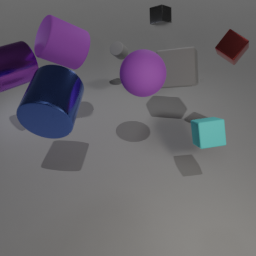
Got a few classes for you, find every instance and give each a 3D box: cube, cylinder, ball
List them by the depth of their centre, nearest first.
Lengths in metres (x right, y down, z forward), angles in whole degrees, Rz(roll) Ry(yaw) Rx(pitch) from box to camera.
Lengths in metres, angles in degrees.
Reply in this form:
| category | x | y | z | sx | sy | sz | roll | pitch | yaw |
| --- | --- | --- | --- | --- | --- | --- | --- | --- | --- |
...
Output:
| category | x | y | z | sx | sy | sz | roll | pitch | yaw |
| --- | --- | --- | --- | --- | --- | --- | --- | --- | --- |
| cylinder | -1.967 | -0.674 | 7.287 | 1.400 | 1.400 | 1.400 | 4 | 51 | 6 |
| cube | 2.169 | 0.117 | 7.610 | 0.700 | 0.700 | 0.700 | -8 | 8 | -3 |
| ball | 0.447 | -1.634 | 8.401 | 1.400 | 1.400 | 1.400 | 0 | 32 | 0 |
| cube | 3.224 | -2.490 | 8.671 | 0.700 | 0.700 | 0.700 | 42 | 14 | 18 |
| cylinder | -2.213 | -2.841 | 9.410 | 1.400 | 1.400 | 1.400 | 13 | 20 | -37 |
| cylinder | -3.991 | -2.086 | 9.504 | 1.400 | 1.400 | 1.400 | -30 | 42 | -33 |
| cube | 1.963 | -2.312 | 10.909 | 1.400 | 1.400 | 1.400 | -1 | 9 | 18 |
| cube | 1.428 | -4.917 | 12.272 | 0.700 | 0.700 | 0.700 | 6 | 12 | 43 |
| cylinder | -0.428 | -3.772 | 13.653 | 0.700 | 0.700 | 0.700 | 15 | 2 | 23 |
